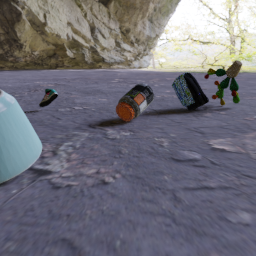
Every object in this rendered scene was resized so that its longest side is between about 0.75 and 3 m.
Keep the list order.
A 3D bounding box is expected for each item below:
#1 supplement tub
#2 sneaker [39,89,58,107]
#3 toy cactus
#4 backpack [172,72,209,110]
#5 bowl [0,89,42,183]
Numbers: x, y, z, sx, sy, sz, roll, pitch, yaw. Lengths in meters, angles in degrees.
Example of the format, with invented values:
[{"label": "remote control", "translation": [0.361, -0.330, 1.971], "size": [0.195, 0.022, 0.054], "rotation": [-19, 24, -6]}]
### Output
[{"label": "supplement tub", "translation": [0.223, -0.844, 9.210], "size": [0.819, 0.819, 1.336], "rotation": [10, 40, 35]}, {"label": "sneaker", "translation": [-3.145, -1.228, 10.863], "size": [0.863, 0.361, 0.521], "rotation": [-34, 58, 6]}, {"label": "toy cactus", "translation": [4.020, -2.021, 11.609], "size": [1.081, 1.744, 2.113], "rotation": [2, 46, -23]}, {"label": "backpack", "translation": [2.379, -1.465, 10.958], "size": [1.090, 1.417, 1.156], "rotation": [-13, 9, 47]}, {"label": "bowl", "translation": [-2.770, 0.017, 4.943], "size": [2.289, 1.197, 2.289], "rotation": [0, 25, 0]}]
